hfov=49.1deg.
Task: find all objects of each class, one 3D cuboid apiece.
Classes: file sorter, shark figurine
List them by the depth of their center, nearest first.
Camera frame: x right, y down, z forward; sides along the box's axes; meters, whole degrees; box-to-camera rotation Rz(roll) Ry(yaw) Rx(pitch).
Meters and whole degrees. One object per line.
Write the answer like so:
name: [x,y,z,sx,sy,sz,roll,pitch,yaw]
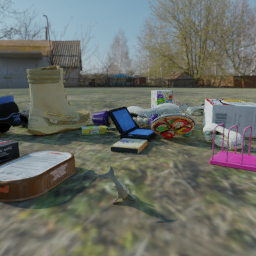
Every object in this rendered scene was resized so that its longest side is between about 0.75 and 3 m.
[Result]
shark figurine: [-0.175,0.983,4.334,0.360,0.862,0.515,-40,55,-9]
file sorter: [2.656,0.392,6.271,1.356,0.851,0.943,7,12,32]

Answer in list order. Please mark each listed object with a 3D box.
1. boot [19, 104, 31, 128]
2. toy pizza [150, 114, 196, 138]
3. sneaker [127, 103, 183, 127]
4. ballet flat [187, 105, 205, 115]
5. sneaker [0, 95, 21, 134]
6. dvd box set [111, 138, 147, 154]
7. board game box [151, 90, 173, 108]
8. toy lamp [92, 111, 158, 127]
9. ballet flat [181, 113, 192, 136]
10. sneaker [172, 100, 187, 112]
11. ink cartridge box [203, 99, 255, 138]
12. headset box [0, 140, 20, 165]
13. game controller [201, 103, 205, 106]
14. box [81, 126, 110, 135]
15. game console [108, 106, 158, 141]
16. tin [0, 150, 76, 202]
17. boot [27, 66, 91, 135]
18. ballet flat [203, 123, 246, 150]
boot: [-4.116,-0.599,11.684,1.659,0.880,2.521,-12,13,-43]
toy pizza: [1.373,-0.010,8.550,1.380,0.219,1.380,1,-28,0]
sneaker: [0.872,-0.369,10.799,2.438,0.923,1.121,-4,16,20]
ballet flat: [3.724,-0.852,14.468,1.436,0.515,0.515,-6,12,-16]
sneaker: [-4.749,-0.191,9.589,2.769,1.079,0.971,-19,0,32]
dvd box set: [0.053,0.484,7.706,0.763,0.153,1.043,3,11,16]
board game box: [1.403,-0.872,11.674,0.709,1.376,0.721,-3,11,-14]
toy lamp: [-0.133,-0.264,10.405,2.450,0.713,0.713,6,12,15]
ballet flat: [2.027,-0.187,9.891,0.615,0.643,1.827,-9,7,14]
sneaker: [2.407,-1.170,15.247,1.841,0.720,0.711,7,8,38]
ink cartridge box: [3.957,-0.413,10.040,2.210,1.055,2.517,3,11,9]
headset box: [-3.123,0.615,5.729,1.601,0.600,1.190,5,11,25]
game controller: [4.846,-1.184,16.281,1.236,0.499,2.369,-12,7,15]
box: [-1.121,0.073,9.750,0.958,0.232,0.562,-5,10,-11]
game console: [0.254,-0.183,9.241,1.376,0.911,1.564,4,12,21]
tin: [-1.765,0.820,5.320,1.121,0.419,2.003,7,12,16]
boot: [-2.431,-1.090,10.252,1.083,2.313,2.976,6,12,31]
ballet flat: [2.589,0.245,8.099,0.591,0.591,1.702,-4,14,-22]
